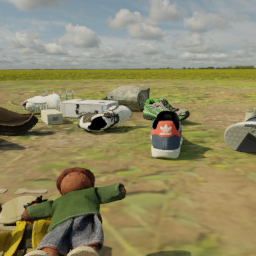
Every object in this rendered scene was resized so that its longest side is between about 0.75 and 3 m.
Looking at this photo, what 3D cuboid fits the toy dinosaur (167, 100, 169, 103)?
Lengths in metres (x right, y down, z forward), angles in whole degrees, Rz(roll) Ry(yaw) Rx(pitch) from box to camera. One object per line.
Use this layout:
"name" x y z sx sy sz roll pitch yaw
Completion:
"toy dinosaur" 1.618 -0.934 13.628 1.169 0.597 0.794 -29 11 -28

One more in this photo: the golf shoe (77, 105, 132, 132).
"golf shoe" -0.669 -0.240 9.730 2.093 0.814 0.989 -15 25 -24

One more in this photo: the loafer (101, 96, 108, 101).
"loafer" -0.796 -1.754 16.462 1.929 0.607 0.693 -3 15 -40

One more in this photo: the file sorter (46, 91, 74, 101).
"file sorter" -3.625 -1.510 15.015 1.464 0.898 1.016 -3 13 -14

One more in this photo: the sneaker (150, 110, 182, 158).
"sneaker" 1.084 -0.006 7.715 0.939 1.058 2.504 1 12 4

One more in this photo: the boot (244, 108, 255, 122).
"boot" 4.876 -0.433 10.612 0.848 0.656 0.306 3 13 12

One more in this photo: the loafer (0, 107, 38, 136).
"loafer" -4.080 -0.267 9.108 2.254 0.804 0.823 -4 33 4

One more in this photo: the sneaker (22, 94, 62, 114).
"sneaker" -4.071 -1.009 13.097 2.436 0.949 1.210 -1 15 40

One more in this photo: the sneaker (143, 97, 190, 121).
"sneaker" 1.471 -0.730 11.312 2.223 0.947 0.867 12 17 42

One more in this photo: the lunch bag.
"lunch bag" 0.060 -1.541 14.392 1.644 1.178 2.004 8 15 23

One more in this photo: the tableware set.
"tableware set" -1.859 1.221 4.017 1.287 0.258 0.851 -3 23 16

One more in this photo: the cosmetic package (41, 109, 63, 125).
"cosmetic package" -3.061 -0.454 11.247 0.618 0.437 1.194 -7 15 -28

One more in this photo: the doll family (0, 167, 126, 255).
"doll family" -1.406 1.122 2.567 2.854 1.120 1.650 -5 18 -7

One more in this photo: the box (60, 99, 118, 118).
"box" -1.703 -0.838 12.402 2.274 0.684 1.326 4 13 20

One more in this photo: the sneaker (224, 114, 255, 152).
"sneaker" 4.214 0.116 7.142 1.996 1.050 2.762 -15 18 -42
